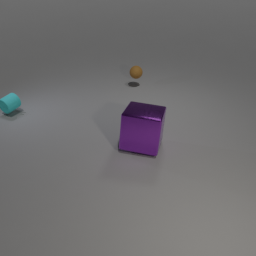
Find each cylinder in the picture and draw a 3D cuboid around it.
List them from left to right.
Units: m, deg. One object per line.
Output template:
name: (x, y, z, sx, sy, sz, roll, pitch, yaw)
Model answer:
cylinder: (-5.278, -1.107, 12.492, 0.700, 0.700, 0.700, 16, 41, 25)

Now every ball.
ball: (0.436, -2.996, 15.049, 0.700, 0.700, 0.700, 0, 31, 0)

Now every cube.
cube: (0.550, -0.016, 10.205, 1.400, 1.400, 1.400, 10, 26, 10)
